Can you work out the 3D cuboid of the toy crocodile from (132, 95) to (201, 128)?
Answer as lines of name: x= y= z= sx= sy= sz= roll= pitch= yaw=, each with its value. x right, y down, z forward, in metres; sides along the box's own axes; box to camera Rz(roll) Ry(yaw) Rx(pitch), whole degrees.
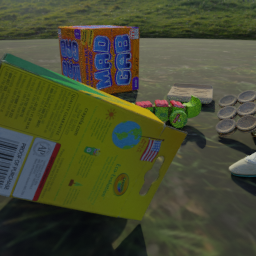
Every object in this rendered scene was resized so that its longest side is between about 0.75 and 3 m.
toy crocodile: x=0.999 y=-0.551 z=9.175 sx=2.843 sy=0.878 sz=0.960 roll=-2 pitch=22 yaw=-5

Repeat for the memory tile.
memory tile: x=3.843 y=-0.577 z=8.256 sx=2.414 sy=0.203 sz=1.851 roll=-12 pitch=38 yaw=31

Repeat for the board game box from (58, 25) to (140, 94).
board game box: x=-1.410 y=-3.344 z=13.431 sx=2.878 sy=2.880 sz=2.877 roll=-13 pitch=25 yaw=-29

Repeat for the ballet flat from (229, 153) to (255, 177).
ballet flat: x=3.183 y=0.768 z=6.278 sx=1.768 sy=0.614 sz=0.614 roll=1 pitch=22 yaw=2

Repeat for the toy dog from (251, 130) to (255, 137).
toy dog: x=4.098 y=-0.026 z=8.261 sx=1.011 sy=0.980 sz=0.705 roll=-5 pitch=-17 yaw=-9

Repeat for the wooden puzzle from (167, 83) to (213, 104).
wooden puzzle: x=2.685 y=-1.414 z=12.000 sx=1.788 sy=0.447 sz=1.931 roll=6 pitch=27 yaw=15

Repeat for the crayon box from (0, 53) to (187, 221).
crayon box: x=-0.735 y=0.318 z=4.350 sx=2.909 sy=1.847 sz=0.739 roll=21 pitch=14 yaw=-25
